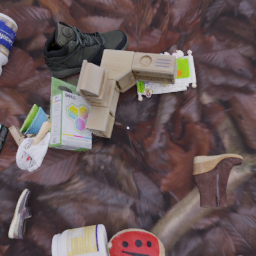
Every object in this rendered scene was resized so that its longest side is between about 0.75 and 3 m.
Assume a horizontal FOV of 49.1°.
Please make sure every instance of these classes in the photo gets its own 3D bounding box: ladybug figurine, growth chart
[{"bbox_3d":[0.249,3.173,7.125,1.608,0.578,1.091,15,81,-14],"label":"ladybug figurine"},{"bbox_3d":[1.142,-1.686,8.659,1.998,0.177,1.446,-12,76,-3],"label":"growth chart"}]

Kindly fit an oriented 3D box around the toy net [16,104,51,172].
[{"bbox_3d":[-1.769,0.293,4.932,0.409,2.115,1.110,31,95,-21],"label":"toy net"}]

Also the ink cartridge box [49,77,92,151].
[{"bbox_3d":[-1.585,-0.409,7.842,0.597,1.045,2.012,-12,73,36],"label":"ink cartridge box"}]

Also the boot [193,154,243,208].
[{"bbox_3d":[1.183,0.669,3.575,0.771,0.279,0.641,-1,74,-20],"label":"boot"}]

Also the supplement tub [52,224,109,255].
[{"bbox_3d":[-1.195,3.039,7.158,1.289,0.937,0.937,-9,77,-2],"label":"supplement tub"}]

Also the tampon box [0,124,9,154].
[{"bbox_3d":[-3.918,0.262,8.012,0.632,0.533,0.844,14,77,3],"label":"tampon box"}]

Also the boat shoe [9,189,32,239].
[{"bbox_3d":[-2.827,2.333,7.585,0.430,0.477,1.326,15,80,-3],"label":"boat shoe"}]

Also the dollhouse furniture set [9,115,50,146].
[{"bbox_3d":[-2.604,-0.094,7.991,1.448,0.750,0.641,-32,81,-7],"label":"dollhouse furniture set"}]

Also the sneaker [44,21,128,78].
[{"bbox_3d":[-1.215,-2.451,8.139,2.613,1.496,0.999,-18,68,-7],"label":"sneaker"}]

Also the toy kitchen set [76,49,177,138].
[{"bbox_3d":[0.031,-0.988,7.405,2.120,1.917,2.350,9,77,14],"label":"toy kitchen set"}]

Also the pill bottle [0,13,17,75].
[{"bbox_3d":[-4.036,-2.486,8.417,0.995,0.995,1.720,9,78,2],"label":"pill bottle"}]
